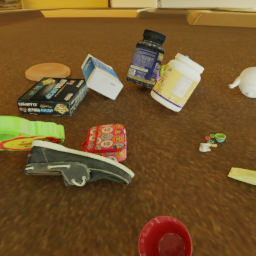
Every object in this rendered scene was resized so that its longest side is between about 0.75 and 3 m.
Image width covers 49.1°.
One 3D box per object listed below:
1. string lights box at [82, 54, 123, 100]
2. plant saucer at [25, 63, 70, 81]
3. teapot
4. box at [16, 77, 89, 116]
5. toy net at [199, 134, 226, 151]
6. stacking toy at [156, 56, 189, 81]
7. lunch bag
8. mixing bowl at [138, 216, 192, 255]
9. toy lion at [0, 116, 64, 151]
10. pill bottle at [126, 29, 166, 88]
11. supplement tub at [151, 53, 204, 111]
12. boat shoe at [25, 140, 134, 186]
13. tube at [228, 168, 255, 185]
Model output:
[{"bbox_3d":[-1.275,-2.459,13.131,1.420,0.815,2.763,25,19,-26],"label":"string lights box"},{"bbox_3d":[-4.408,-3.148,15.437,2.400,0.387,2.400,0,30,0],"label":"plant saucer"},{"bbox_3d":[5.577,-1.850,12.370,1.524,1.504,1.113,-7,50,55],"label":"teapot"},{"bbox_3d":[-3.111,-1.423,12.071,2.194,0.635,2.760,4,30,7],"label":"box"},{"bbox_3d":[2.676,0.430,9.203,1.137,0.220,0.597,-23,36,-34],"label":"toy net"},{"bbox_3d":[1.857,-2.651,13.886,2.465,1.431,1.353,0,29,24],"label":"stacking toy"},{"bbox_3d":[-0.756,0.483,8.742,1.405,0.654,1.595,-5,29,1],"label":"lunch bag"},{"bbox_3d":[0.769,2.274,5.382,1.027,0.556,1.027,-11,58,19],"label":"mixing bowl"},{"bbox_3d":[-3.123,0.211,7.571,2.683,0.961,2.799,-6,-13,-8],"label":"toy lion"},{"bbox_3d":[0.896,-3.218,13.114,1.383,2.473,1.383,17,12,-4],"label":"pill bottle"},{"bbox_3d":[1.950,-1.799,11.072,1.410,1.940,1.410,29,16,-9],"label":"supplement tub"},{"bbox_3d":[-1.304,1.135,7.475,2.923,1.050,0.988,12,67,8],"label":"boat shoe"},{"bbox_3d":[3.531,1.364,7.423,1.601,0.465,0.416,12,69,26],"label":"tube"}]
